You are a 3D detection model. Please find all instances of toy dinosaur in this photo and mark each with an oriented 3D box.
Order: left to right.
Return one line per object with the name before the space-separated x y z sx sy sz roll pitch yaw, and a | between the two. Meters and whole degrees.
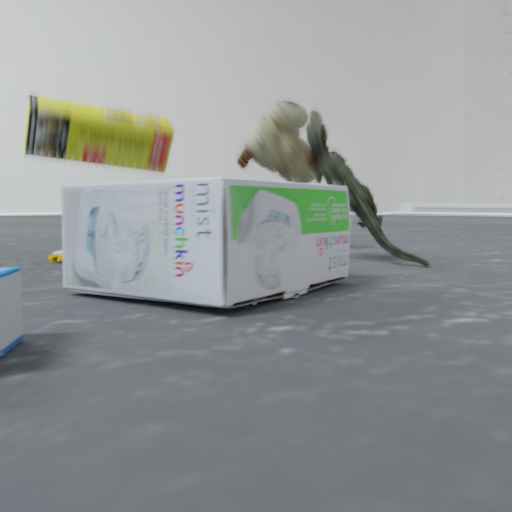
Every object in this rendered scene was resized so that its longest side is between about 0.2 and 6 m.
toy dinosaur | 1.708 -0.965 9.721 0.764 3.220 1.419 -37 -8 -1

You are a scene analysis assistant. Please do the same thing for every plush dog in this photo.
plush dog | 0.616 -2.110 11.718 1.629 1.521 1.896 32 -14 -15

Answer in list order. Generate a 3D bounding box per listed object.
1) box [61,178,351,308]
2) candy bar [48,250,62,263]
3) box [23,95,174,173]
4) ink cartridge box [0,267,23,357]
box | -0.492 -0.210 6.680 2.344 1.284 2.656 2 5 35
candy bar | -3.071 -0.064 10.361 0.494 0.219 1.979 -2 5 18
box | -2.748 -2.105 9.849 2.444 0.920 0.612 4 32 -28
ink cartridge box | -2.407 0.415 3.674 1.410 0.590 1.023 -1 6 -7
